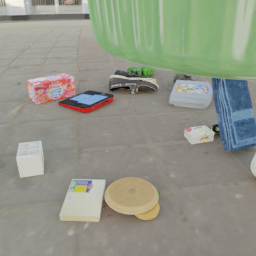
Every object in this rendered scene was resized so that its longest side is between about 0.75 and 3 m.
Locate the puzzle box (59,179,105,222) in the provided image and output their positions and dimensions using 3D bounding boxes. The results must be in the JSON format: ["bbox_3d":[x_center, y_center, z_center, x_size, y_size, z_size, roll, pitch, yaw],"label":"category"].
[{"bbox_3d":[-1.064,1.735,6.885,0.909,0.174,1.367,1,26,3],"label":"puzzle box"}]

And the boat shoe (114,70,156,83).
[{"bbox_3d":[0.312,-2.651,14.721,2.464,0.767,0.919,9,-14,22],"label":"boat shoe"}]

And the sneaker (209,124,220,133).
[{"bbox_3d":[3.396,0.022,10.078,1.068,0.395,0.432,5,-1,-16],"label":"sneaker"}]

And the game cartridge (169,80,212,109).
[{"bbox_3d":[3.051,-1.667,13.332,1.841,0.574,2.765,3,27,15],"label":"game cartridge"}]

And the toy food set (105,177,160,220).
[{"bbox_3d":[0.112,1.663,6.855,1.363,0.332,1.349,2,27,5],"label":"toy food set"}]

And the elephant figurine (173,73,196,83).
[{"bbox_3d":[3.106,-2.674,15.163,1.166,0.825,0.905,23,60,10],"label":"elephant figurine"}]

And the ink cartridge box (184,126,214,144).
[{"bbox_3d":[2.458,0.226,9.700,0.837,0.349,0.607,-7,28,-15],"label":"ink cartridge box"}]

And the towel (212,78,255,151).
[{"bbox_3d":[3.457,-0.534,8.930,1.348,2.414,0.586,-9,-2,-25],"label":"towel"}]

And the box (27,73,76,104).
[{"bbox_3d":[-3.612,-1.895,13.270,1.997,0.945,1.025,-19,32,-33],"label":"box"}]

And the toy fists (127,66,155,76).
[{"bbox_3d":[0.770,-3.328,16.610,1.659,0.570,0.846,-6,20,-9],"label":"toy fists"}]

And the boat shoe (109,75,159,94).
[{"bbox_3d":[0.242,-2.011,14.044,2.562,0.931,0.803,11,71,11],"label":"boat shoe"}]

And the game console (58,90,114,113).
[{"bbox_3d":[-1.848,-1.276,12.756,1.819,0.319,2.056,19,32,32],"label":"game console"}]

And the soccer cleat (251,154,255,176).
[{"bbox_3d":[4.770,0.838,7.596,2.952,1.145,1.023,-6,27,-12],"label":"soccer cleat"}]

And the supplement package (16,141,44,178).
[{"bbox_3d":[-2.788,0.881,8.054,0.646,0.651,0.857,-7,27,-13],"label":"supplement package"}]

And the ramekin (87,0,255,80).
[{"bbox_3d":[0.902,-1.362,2.249,2.733,1.335,2.733,-1,28,1],"label":"ramekin"}]
